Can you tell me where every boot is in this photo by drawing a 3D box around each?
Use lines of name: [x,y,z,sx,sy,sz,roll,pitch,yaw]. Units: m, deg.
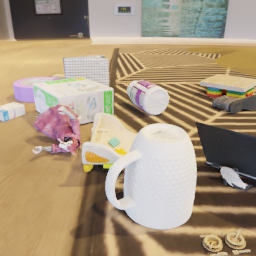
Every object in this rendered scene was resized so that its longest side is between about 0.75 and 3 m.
boot: [4.945,-1.241,12.786,1.971,0.688,1.297,-8,23,-25]

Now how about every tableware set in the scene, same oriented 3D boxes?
tableware set: [1.845,2.151,5.352,0.832,0.167,0.550,-3,23,-8]

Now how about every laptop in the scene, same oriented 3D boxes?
laptop: [3.575,0.499,7.314,2.755,1.705,2.942,18,29,35]

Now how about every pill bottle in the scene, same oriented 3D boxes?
pill bottle: [0.799,-1.466,12.592,1.221,1.221,2.175,-10,25,-22]

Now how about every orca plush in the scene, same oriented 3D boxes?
orca plush: [2.798,1.309,7.134,0.344,0.509,0.967,26,-4,-33]

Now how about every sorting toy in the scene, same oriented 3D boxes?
sorting toy: [-0.167,0.574,8.068,1.997,1.185,2.218,8,23,-1]
sorting toy: [5.283,-2.101,14.638,2.288,0.801,2.302,17,28,36]

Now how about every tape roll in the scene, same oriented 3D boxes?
tape roll: [-4.665,-2.032,14.540,2.344,0.769,2.344,-1,23,0]

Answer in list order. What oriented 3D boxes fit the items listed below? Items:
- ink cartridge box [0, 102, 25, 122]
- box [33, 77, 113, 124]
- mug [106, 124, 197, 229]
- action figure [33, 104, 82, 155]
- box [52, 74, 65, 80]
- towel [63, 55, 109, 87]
ink cartridge box: [-4.991,-0.690,11.739,0.769,0.450,1.064,14,28,30]
box: [-2.323,-1.149,11.762,2.401,1.316,2.721,-14,26,-33]
mug: [0.476,0.980,5.898,2.106,1.846,1.555,-14,28,-31]
action figure: [-2.113,0.248,9.137,1.587,1.764,2.369,-47,48,2]
box: [-3.802,-2.916,16.920,1.372,0.533,0.651,3,23,9]
towel: [-2.219,-2.888,15.076,2.371,1.963,1.014,-7,18,-17]
